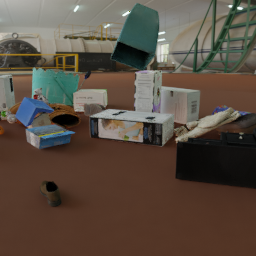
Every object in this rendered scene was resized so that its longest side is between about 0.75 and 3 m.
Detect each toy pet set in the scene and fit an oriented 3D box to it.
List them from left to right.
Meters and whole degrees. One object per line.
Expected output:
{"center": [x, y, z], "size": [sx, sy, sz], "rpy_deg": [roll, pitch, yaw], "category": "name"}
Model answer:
{"center": [-3.899, -0.708, 10.276], "size": [2.257, 1.199, 2.107], "rpy_deg": [-36, 54, -28], "category": "toy pet set"}

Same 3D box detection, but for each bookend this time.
{"center": [2.335, 0.586, 7.019], "size": [2.002, 0.928, 2.015], "rpy_deg": [4, 15, 17], "category": "bookend"}

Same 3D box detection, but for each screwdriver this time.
{"center": [-1.828, -1.963, 11.545], "size": [0.219, 0.210, 1.503], "rpy_deg": [4, 40, 17], "category": "screwdriver"}

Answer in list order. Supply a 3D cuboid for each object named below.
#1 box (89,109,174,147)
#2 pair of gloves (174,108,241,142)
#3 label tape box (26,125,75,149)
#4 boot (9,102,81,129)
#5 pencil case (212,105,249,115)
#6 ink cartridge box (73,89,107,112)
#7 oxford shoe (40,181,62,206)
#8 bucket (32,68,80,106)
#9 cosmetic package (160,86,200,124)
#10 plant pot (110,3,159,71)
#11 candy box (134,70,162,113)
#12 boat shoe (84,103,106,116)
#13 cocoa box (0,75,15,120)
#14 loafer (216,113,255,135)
{"center": [0.153, -0.074, 9.835], "size": [2.638, 0.793, 1.539], "rpy_deg": [6, 16, 21], "category": "box"}
{"center": [2.468, -0.149, 9.136], "size": [2.066, 0.426, 2.430], "rpy_deg": [-25, 0, 10], "category": "pair of gloves"}
{"center": [-2.484, 0.306, 9.005], "size": [1.074, 0.471, 1.489], "rpy_deg": [-12, 18, -38], "category": "label tape box"}
{"center": [-3.346, -0.423, 11.277], "size": [2.660, 1.020, 2.065], "rpy_deg": [0, 17, -29], "category": "boot"}
{"center": [4.183, -0.342, 10.854], "size": [0.908, 0.816, 2.091], "rpy_deg": [5, 12, -21], "category": "pencil case"}
{"center": [-2.007, -1.535, 15.141], "size": [1.611, 0.926, 2.752], "rpy_deg": [0, 13, 0], "category": "ink cartridge box"}
{"center": [-1.569, 1.216, 5.683], "size": [0.329, 0.383, 0.907], "rpy_deg": [-12, 17, -32], "category": "oxford shoe"}
{"center": [-4.008, -2.214, 15.436], "size": [2.677, 1.742, 2.677], "rpy_deg": [7, 5, -1], "category": "bucket"}
{"center": [1.917, -1.107, 12.679], "size": [1.018, 1.416, 2.509], "rpy_deg": [-13, 18, -42], "category": "cosmetic package"}
{"center": [0.395, -3.820, 11.485], "size": [1.527, 2.161, 1.526], "rpy_deg": [17, -16, -11], "category": "plant pot"}
{"center": [0.838, -1.216, 11.429], "size": [0.787, 2.201, 1.846], "rpy_deg": [5, 14, 15], "category": "candy box"}
{"center": [-1.364, -0.826, 12.865], "size": [0.757, 0.769, 2.065], "rpy_deg": [-8, 18, -29], "category": "boat shoe"}
{"center": [-5.987, -1.410, 12.753], "size": [1.256, 1.914, 1.276], "rpy_deg": [-2, 15, -6], "category": "cocoa box"}
{"center": [3.545, 0.120, 9.185], "size": [0.983, 0.956, 2.693], "rpy_deg": [-24, 0, 5], "category": "loafer"}
